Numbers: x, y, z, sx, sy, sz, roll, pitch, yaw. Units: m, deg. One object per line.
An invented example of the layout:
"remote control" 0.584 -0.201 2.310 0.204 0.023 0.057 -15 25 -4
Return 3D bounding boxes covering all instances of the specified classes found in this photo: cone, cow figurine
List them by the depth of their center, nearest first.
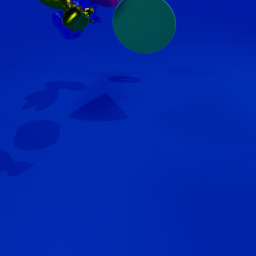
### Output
"cow figurine" -1.062 -2.099 4.582 0.569 1.021 1.037 -37 50 22
"cone" 0.503 -2.968 7.149 1.514 1.514 1.520 6 48 9
"cow figurine" -1.392 -3.094 7.828 0.942 1.688 1.716 14 76 7

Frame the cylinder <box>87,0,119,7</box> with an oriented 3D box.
"cylinder" -0.499 -3.013 5.315 1.004 1.004 1.004 20 3 -1
